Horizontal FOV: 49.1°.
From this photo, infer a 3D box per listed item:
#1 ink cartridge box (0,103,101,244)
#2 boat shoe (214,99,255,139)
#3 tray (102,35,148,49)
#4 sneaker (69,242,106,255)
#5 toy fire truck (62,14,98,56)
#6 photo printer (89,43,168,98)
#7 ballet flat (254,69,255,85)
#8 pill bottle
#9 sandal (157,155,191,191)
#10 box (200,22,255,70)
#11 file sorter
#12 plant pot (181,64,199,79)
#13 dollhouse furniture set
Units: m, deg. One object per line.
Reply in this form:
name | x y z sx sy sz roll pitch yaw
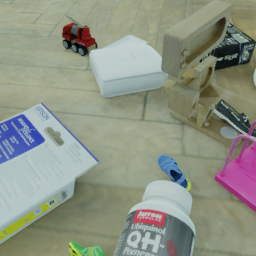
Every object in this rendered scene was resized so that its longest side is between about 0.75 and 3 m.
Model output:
ink cartridge box | -2.671 0.895 6.694 2.983 0.701 2.948 -28 50 -28
boat shoe | 3.063 -0.253 7.802 1.496 0.451 0.566 40 22 23
tray | -0.187 -3.148 11.100 1.012 0.209 1.886 33 53 28
sneaker | -0.702 2.448 5.363 0.971 0.360 0.406 22 35 16
toy fire truck | -1.992 -3.693 10.664 1.395 1.584 1.019 31 52 27
photo printer | 0.063 -2.026 9.481 2.398 0.833 1.995 -11 48 -12
ballet flat | 4.859 -2.108 9.557 0.946 0.946 2.723 14 46 13
pill bottle | 0.465 2.142 4.927 1.297 1.297 2.343 13 46 13
sandal | 1.042 0.997 6.459 0.413 0.452 1.038 -44 58 2
box | 3.388 -3.238 10.673 1.748 0.919 2.135 -14 46 -14
file sorter | 3.787 0.515 6.254 2.832 1.776 1.968 -30 52 -27
plant pot | 2.319 -1.938 9.913 1.102 0.151 1.102 -1 44 1
dollhouse furniture set | 2.587 -1.195 7.150 2.433 2.986 2.840 31 54 27
